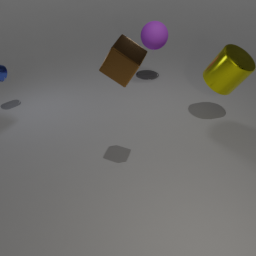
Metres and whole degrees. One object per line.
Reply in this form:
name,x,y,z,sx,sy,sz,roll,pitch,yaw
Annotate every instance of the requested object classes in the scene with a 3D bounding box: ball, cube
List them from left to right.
cube,-0.099,-1.481,6.188,0.700,0.700,0.700,32,44,-7
ball,1.343,-4.698,14.237,1.400,1.400,1.400,0,32,0

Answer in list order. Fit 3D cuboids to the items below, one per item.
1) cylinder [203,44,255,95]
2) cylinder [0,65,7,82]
cylinder,3.845,-2.219,10.738,1.400,1.400,1.400,14,52,-19
cylinder,-5.510,-2.302,11.589,0.700,0.700,0.700,18,11,26
